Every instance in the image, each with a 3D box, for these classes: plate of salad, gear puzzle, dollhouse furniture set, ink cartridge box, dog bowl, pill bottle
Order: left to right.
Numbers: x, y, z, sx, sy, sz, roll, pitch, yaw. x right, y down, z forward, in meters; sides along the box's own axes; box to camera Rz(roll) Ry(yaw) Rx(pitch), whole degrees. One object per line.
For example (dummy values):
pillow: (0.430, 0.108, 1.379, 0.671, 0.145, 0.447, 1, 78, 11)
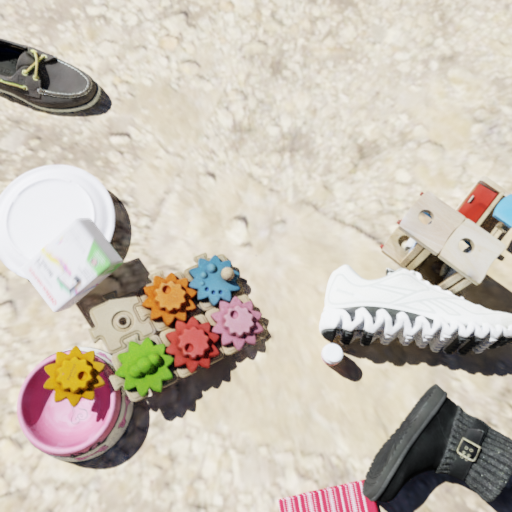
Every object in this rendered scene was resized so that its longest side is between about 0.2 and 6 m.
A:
plate of salad: (-3.629, -0.580, 10.080, 2.202, 0.529, 2.202, 0, 75, -1)
ink cartridge box: (-3.034, 0.155, 9.242, 1.321, 0.555, 0.957, -39, 87, 11)
dog bowl: (-2.995, 2.396, 9.152, 1.889, 0.696, 1.889, 0, 74, 1)
gear puzzle: (-1.695, 1.222, 9.141, 3.658, 0.479, 1.895, -24, 75, -22)
pill bottle: (1.266, 1.648, 9.351, 0.343, 0.601, 0.343, -1, 75, 4)
dollhouse furniture set: (3.493, -0.665, 9.573, 1.554, 1.563, 2.218, 38, 79, 10)

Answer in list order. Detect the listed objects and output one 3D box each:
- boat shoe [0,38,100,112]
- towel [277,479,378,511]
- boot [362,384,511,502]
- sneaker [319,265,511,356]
boat shoe: (-4.434, -3.534, 10.766, 2.817, 0.848, 1.004, 15, 75, 4)
towel: (1.213, 4.274, 8.884, 1.573, 0.177, 1.137, -11, 74, -3)
boot: (2.907, 3.324, 8.747, 1.686, 0.848, 2.255, 41, 74, 10)
sneaker: (2.768, 0.870, 9.390, 3.345, 1.257, 1.356, 6, 66, 1)
